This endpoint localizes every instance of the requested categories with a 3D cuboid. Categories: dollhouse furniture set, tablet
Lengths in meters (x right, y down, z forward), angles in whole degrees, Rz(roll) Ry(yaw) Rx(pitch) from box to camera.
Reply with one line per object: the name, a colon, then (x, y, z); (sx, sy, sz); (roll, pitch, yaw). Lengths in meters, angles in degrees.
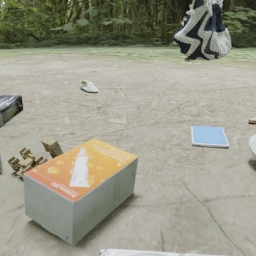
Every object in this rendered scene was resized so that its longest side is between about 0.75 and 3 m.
dollhouse furniture set: (-2.213, 0.900, 7.104); (1.013, 0.768, 1.156); (17, 48, 38)
tablet: (2.669, 0.261, 9.293); (1.100, 0.115, 1.691); (4, 20, 10)

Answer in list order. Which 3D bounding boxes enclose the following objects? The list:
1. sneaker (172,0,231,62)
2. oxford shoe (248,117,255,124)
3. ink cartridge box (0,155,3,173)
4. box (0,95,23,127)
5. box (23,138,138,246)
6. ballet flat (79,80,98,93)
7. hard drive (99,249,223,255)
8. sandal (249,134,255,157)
sneaker: (1.054, -1.786, 4.607); (0.593, 1.486, 0.967); (-25, 11, -39)
oxford shoe: (4.985, -0.394, 10.705); (0.985, 0.363, 0.349); (-10, 23, -25)
ink cartridge box: (-3.920, 0.989, 6.586); (1.060, 0.612, 1.451); (8, 22, 22)
box: (-5.695, -0.679, 11.033); (2.161, 0.659, 2.728); (0, 20, 0)
box: (-0.852, 1.112, 5.562); (1.235, 0.967, 1.985); (20, 27, 27)
ballet flat: (-2.263, -2.381, 15.811); (0.603, 0.603, 1.738); (-14, 25, -34)
hard drive: (0.633, 2.253, 3.463); (2.243, 0.424, 1.567); (3, 21, 5)
sandal: (3.880, 0.952, 6.882); (0.957, 0.578, 2.353); (-21, 38, -12)
